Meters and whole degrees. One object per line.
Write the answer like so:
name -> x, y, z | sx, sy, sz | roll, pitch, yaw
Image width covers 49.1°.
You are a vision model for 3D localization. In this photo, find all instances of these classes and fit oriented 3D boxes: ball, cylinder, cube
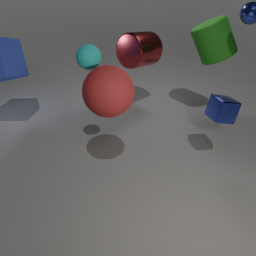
ball -> -0.528, -0.976, 7.509 | 1.400, 1.400, 1.400 | 0, 32, 0
ball -> -1.096, -1.970, 7.797 | 0.700, 0.700, 0.700 | 0, 32, 0
cylinder -> 3.291, -3.346, 10.711 | 1.400, 1.400, 1.400 | -24, 20, 10
cube -> -4.709, -2.412, 10.131 | 1.400, 1.400, 1.400 | -9, 12, 12
ball -> 4.023, -3.749, 9.157 | 0.700, 0.700, 0.700 | 0, 32, 0
cylinder -> 0.467, -3.214, 11.499 | 1.400, 1.400, 1.400 | 26, 33, 35
cube -> 2.926, -0.589, 8.682 | 0.700, 0.700, 0.700 | 5, 25, -19
